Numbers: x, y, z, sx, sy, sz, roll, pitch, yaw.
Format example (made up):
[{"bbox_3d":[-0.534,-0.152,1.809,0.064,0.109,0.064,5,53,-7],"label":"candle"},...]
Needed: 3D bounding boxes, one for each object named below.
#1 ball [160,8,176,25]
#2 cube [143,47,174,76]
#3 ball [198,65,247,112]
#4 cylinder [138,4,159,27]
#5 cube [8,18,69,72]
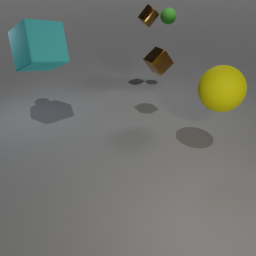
[{"bbox_3d":[1.795,-4.976,12.457,0.700,0.700,0.700,0,29,0],"label":"ball"},{"bbox_3d":[1.144,-2.522,10.555,0.700,0.700,0.700,-45,37,-1],"label":"cube"},{"bbox_3d":[2.822,-1.181,8.443,1.400,1.400,1.400,0,29,0],"label":"ball"},{"bbox_3d":[0.915,-5.010,12.531,0.700,0.700,0.700,38,13,-11],"label":"cylinder"},{"bbox_3d":[-3.072,-2.794,9.654,1.400,1.400,1.400,-14,6,-42],"label":"cube"}]
